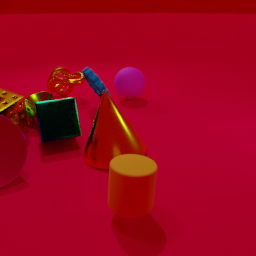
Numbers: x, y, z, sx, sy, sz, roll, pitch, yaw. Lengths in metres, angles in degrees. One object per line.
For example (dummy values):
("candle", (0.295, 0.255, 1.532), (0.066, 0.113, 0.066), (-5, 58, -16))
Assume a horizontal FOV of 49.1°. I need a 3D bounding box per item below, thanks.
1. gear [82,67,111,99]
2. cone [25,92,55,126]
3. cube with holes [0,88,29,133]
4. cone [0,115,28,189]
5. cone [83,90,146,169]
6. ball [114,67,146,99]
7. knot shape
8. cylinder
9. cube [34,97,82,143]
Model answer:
("gear", (-1.098, -1.499, 9.682), (0.239, 1.292, 1.292), (-39, 36, -9))
("cone", (-2.454, -0.234, 8.454), (1.226, 1.226, 1.231), (-21, 58, -37))
("cube with holes", (-3.581, -0.328, 7.701), (1.074, 1.074, 1.074), (19, 37, 16))
("cone", (-3.194, 0.482, 6.467), (1.638, 1.638, 1.644), (-9, 4, -20))
("cone", (-0.440, -0.149, 6.779), (1.629, 1.635, 1.629), (-6, 26, 3))
("ball", (0.070, -1.738, 10.864), (1.219, 1.219, 1.219), (0, 25, 0))
("knot shape", (-2.560, -1.747, 10.951), (1.629, 0.753, 1.525), (-12, -9, -41))
("cylinder", (0.069, 0.978, 4.842), (0.806, 0.806, 0.806), (4, 20, -1))
("cube", (-1.891, -0.186, 7.453), (1.009, 1.009, 1.009), (-10, 0, -20))
